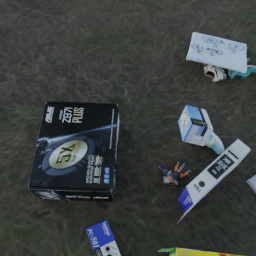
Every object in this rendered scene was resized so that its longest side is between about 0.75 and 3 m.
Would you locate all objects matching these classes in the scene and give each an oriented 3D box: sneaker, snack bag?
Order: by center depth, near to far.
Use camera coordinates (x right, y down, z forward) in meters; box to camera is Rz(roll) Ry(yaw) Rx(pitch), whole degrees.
[{"bbox_3d":[2.427,0.441,9.025,0.855,0.521,1.309,-21,55,-13],"label":"sneaker"},{"bbox_3d":[4.318,-2.055,10.428,1.163,0.451,0.463,-6,82,2],"label":"sneaker"},{"bbox_3d":[3.028,-2.289,10.428,0.600,0.502,1.355,-23,64,-14],"label":"sneaker"},{"bbox_3d":[3.377,-2.810,10.445,2.217,0.252,2.352,16,43,6],"label":"snack bag"}]

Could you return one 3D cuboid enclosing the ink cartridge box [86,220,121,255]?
[{"bbox_3d":[-0.618,3.290,7.658,0.631,0.297,1.343,-22,65,-12],"label":"ink cartridge box"}]

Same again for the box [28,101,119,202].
[{"bbox_3d":[-1.472,0.684,8.489,2.292,1.205,2.799,2,63,2],"label":"box"}]

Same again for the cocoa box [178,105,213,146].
[{"bbox_3d":[1.836,-0.079,7.730,0.629,0.640,0.959,13,35,-9],"label":"cocoa box"}]

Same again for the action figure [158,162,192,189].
[{"bbox_3d":[1.374,1.345,8.584,0.890,0.481,0.921,-36,68,-26],"label":"action figure"}]

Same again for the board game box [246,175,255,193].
[{"bbox_3d":[4.295,1.759,8.506,0.953,0.196,0.950,-27,66,-13],"label":"board game box"}]

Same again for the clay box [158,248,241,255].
[{"bbox_3d":[1.905,3.409,7.040,2.237,1.285,0.532,4,63,3],"label":"clay box"}]

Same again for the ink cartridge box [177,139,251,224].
[{"bbox_3d":[2.259,1.522,7.984,2.703,1.344,0.530,-38,68,-19],"label":"ink cartridge box"}]
